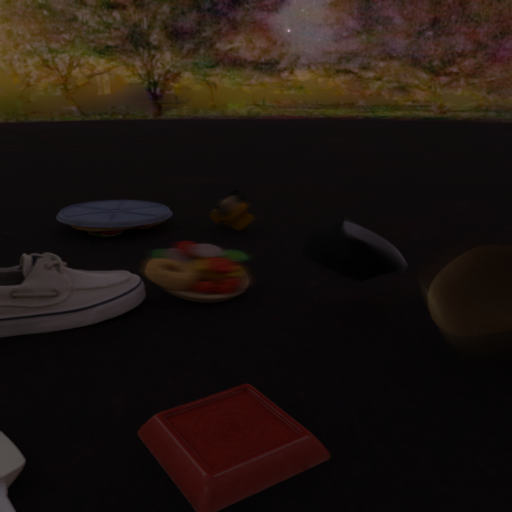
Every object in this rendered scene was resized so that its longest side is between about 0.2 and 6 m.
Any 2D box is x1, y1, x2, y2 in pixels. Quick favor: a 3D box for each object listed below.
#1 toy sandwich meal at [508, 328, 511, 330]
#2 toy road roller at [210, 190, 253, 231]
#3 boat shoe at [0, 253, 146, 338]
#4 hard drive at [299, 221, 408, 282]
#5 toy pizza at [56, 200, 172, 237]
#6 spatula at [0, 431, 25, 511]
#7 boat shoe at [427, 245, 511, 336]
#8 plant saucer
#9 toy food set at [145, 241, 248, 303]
[{"bbox_3d":[3.206,0.615,7.401,1.551,0.531,1.551,-7,24,3],"label":"toy sandwich meal"},{"bbox_3d":[-0.491,-0.875,11.911,0.611,0.726,0.994,-43,5,-16],"label":"toy road roller"},{"bbox_3d":[-2.850,0.403,7.269,2.816,0.925,1.013,-7,18,-20],"label":"boat shoe"},{"bbox_3d":[1.343,-0.047,7.664,1.354,0.287,0.913,23,-32,-37],"label":"hard drive"},{"bbox_3d":[-3.032,-0.806,12.098,2.415,0.383,2.415,1,17,0],"label":"toy pizza"},{"bbox_3d":[-2.170,1.949,3.558,1.710,0.197,2.459,-13,21,-38],"label":"spatula"},{"bbox_3d":[2.907,0.408,6.335,2.688,0.867,0.958,-15,54,-29],"label":"boat shoe"},{"bbox_3d":[-0.219,1.535,4.826,1.252,0.230,1.254,-11,20,-32],"label":"plant saucer"},{"bbox_3d":[-0.846,0.203,8.376,1.514,0.368,1.499,11,25,-1],"label":"toy food set"}]
